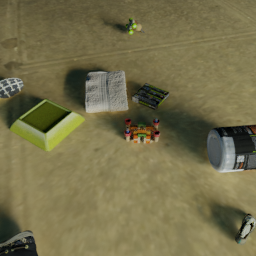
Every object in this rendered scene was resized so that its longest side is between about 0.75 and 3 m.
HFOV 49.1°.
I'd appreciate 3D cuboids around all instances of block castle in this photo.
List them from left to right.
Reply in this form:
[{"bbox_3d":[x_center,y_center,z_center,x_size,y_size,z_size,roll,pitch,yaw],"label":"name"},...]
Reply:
[{"bbox_3d":[0.392,0.034,7.905,0.996,0.467,0.665,2,45,1],"label":"block castle"}]

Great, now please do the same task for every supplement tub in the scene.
[{"bbox_3d":[3.026,0.482,6.986,1.844,1.130,1.130,-4,45,-4],"label":"supplement tub"}]

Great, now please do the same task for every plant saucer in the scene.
[{"bbox_3d":[-2.389,-0.241,8.237,1.623,0.389,1.626,25,50,23],"label":"plant saucer"}]

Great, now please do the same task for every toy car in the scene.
[{"bbox_3d":[0.371,-4.474,12.554,0.765,0.604,0.629,11,41,-31],"label":"toy car"}]

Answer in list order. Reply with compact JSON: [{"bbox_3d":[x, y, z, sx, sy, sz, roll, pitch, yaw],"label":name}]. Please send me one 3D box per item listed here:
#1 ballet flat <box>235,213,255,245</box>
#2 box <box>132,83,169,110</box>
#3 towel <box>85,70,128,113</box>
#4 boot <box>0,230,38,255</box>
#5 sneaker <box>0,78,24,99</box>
[{"bbox_3d":[2.532,2.094,5.929,0.284,0.315,0.836,29,51,24],"label":"ballet flat"},{"bbox_3d":[0.743,-1.045,9.182,0.924,0.220,0.892,24,48,24],"label":"box"},{"bbox_3d":[-0.716,-1.274,9.310,1.361,0.354,2.053,-4,45,-3],"label":"towel"},{"bbox_3d":[-2.258,2.660,5.256,1.306,0.472,0.987,-26,53,-24],"label":"boot"},{"bbox_3d":[-4.301,-1.309,9.191,1.650,0.639,0.657,-21,40,-20],"label":"sneaker"}]
